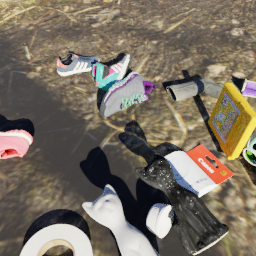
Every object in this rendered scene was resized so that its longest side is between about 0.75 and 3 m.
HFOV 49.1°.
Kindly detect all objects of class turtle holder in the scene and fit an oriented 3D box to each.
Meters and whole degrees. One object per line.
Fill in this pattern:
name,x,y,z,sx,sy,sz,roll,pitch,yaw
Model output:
turtle holder,4.568,0.843,9.206,1.136,1.215,1.599,-25,66,-16

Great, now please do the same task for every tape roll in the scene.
tape roll,-1.831,3.417,7.205,1.892,0.346,1.892,0,45,0

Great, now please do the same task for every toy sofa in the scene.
toy sofa,5.595,-1.664,12.104,1.224,0.507,0.597,14,46,14

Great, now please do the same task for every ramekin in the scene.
ramekin,0.873,2.508,7.733,0.426,0.915,0.915,13,45,34

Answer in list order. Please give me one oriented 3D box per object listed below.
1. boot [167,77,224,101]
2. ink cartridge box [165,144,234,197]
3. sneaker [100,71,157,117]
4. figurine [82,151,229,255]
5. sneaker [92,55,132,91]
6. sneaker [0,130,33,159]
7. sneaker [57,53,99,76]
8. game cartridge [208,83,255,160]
boot,2.881,-1.518,11.816,1.977,0.718,1.798,-12,32,-21
ink cartridge box,2.206,1.320,9.172,2.032,0.480,1.627,-25,50,-20
sneaker,0.069,-1.313,11.402,1.281,1.089,2.928,27,50,17
figurine,0.569,2.277,7.181,2.827,1.217,2.759,-30,66,-19
sneaker,-0.815,-2.613,12.714,1.547,1.071,2.562,17,48,3
sneaker,-4.542,0.585,9.652,2.285,0.842,0.991,-1,46,-1
sneaker,-2.353,-3.191,13.334,2.126,0.898,0.797,-23,50,-22
game cartridge,3.482,-0.235,9.550,0.341,1.855,2.105,5,37,-10
